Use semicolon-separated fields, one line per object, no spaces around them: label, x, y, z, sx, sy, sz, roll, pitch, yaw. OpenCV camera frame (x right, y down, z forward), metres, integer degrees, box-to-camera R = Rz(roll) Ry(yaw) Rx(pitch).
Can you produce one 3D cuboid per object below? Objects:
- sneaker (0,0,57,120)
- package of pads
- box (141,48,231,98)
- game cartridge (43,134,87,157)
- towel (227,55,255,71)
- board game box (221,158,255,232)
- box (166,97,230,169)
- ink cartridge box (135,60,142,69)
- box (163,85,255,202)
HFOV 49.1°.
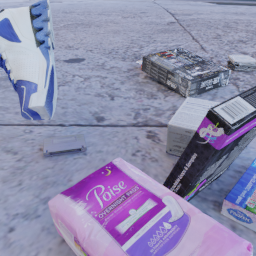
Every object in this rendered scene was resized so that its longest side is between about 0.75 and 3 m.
sneaker;-2.532;-1.536;6.295;1.711;1.197;2.963;-4;70;-7
package of pads;0.215;1.765;4.515;1.759;1.104;2.919;-30;41;-31
box;2.380;-2.443;11.824;2.340;0.738;2.968;-21;42;-30
game cartridge;-1.742;0.465;7.730;1.145;0.220;0.742;-7;27;-11
towel;5.475;-3.087;13.444;1.239;0.530;1.026;-1;32;-4
board game box;3.357;1.508;5.701;2.126;0.438;2.131;23;37;33
box;2.134;0.043;7.658;1.700;0.970;1.848;14;34;23
ink cartridge box;0.993;-2.946;13.367;1.238;0.312;0.675;25;40;35
box;1.619;0.469;5.212;1.996;2.792;0.504;-24;58;-35
